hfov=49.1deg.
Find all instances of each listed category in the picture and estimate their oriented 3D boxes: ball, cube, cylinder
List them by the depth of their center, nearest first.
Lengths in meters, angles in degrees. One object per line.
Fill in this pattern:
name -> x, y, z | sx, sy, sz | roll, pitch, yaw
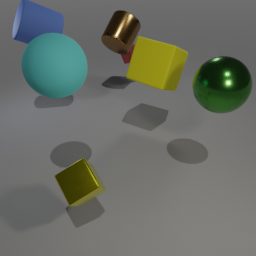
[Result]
cube -> -0.970, 1.152, 5.829 | 0.700, 0.700, 0.700 | -32, 71, -4
ball -> -1.601, -1.357, 6.169 | 1.400, 1.400, 1.400 | 0, 30, 0
ball -> 2.316, -1.060, 6.936 | 1.400, 1.400, 1.400 | 0, 30, 0
cube -> 1.005, -2.141, 9.516 | 1.400, 1.400, 1.400 | 23, 16, 24
cylinder -> -3.185, -3.604, 9.916 | 1.400, 1.400, 1.400 | 11, 21, -33
cylinder -> -0.320, -4.335, 12.786 | 1.400, 1.400, 1.400 | 19, 78, 29
cube -> 0.135, -3.771, 14.266 | 0.700, 0.700, 0.700 | -19, -4, -38
